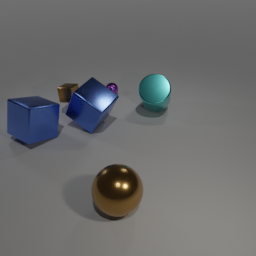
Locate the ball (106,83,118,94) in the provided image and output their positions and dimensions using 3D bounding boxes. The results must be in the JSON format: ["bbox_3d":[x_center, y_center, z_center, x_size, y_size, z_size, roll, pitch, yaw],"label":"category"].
[{"bbox_3d":[-0.859,-2.060,14.855,0.700,0.700,0.700,0,30,0],"label":"ball"}]

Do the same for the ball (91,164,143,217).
[{"bbox_3d":[-0.284,1.670,7.568,1.400,1.400,1.400,0,30,0],"label":"ball"}]

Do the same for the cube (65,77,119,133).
[{"bbox_3d":[-1.484,-0.935,11.518,1.400,1.400,1.400,36,45,2],"label":"cube"}]

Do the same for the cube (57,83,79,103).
[{"bbox_3d":[-2.657,-1.576,12.605,0.700,0.700,0.700,5,26,19],"label":"cube"}]

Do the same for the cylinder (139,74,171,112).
[{"bbox_3d":[1.234,-1.562,12.740,1.400,1.400,1.400,5,-10,8],"label":"cylinder"}]

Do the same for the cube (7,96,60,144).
[{"bbox_3d":[-3.676,-0.363,10.880,1.400,1.400,1.400,20,22,31],"label":"cube"}]
